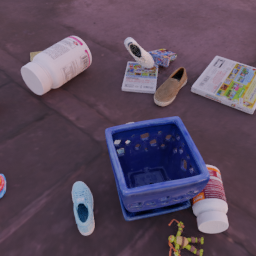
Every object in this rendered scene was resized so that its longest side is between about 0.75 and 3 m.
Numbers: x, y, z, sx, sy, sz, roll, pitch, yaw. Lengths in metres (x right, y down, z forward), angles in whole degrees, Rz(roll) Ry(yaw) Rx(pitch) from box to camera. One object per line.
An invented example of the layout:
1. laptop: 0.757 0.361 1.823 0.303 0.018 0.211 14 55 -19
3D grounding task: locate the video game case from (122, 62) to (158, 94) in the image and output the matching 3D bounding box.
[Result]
1. video game case: 0.578 -2.297 12.550 1.445 0.182 2.018 6 47 5

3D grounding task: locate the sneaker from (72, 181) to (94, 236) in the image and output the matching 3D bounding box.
1. sneaker: -1.283 2.151 8.054 0.623 0.690 1.684 -13 48 -13

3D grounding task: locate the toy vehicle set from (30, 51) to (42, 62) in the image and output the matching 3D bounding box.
1. toy vehicle set: -4.143 -3.499 13.685 1.190 0.158 0.740 -10 48 -9

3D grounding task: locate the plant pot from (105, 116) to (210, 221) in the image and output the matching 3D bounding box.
1. plant pot: 0.669 1.256 7.958 2.276 2.047 2.277 -9 48 -10

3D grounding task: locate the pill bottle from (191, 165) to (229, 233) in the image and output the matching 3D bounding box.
1. pill bottle: 2.293 2.003 8.014 0.952 0.952 1.738 2 46 2

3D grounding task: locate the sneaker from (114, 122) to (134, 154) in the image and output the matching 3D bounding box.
1. sneaker: -0.069 0.401 9.805 0.555 0.615 1.501 0 37 25

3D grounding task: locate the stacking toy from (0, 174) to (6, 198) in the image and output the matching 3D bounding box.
1. stacking toy: -4.200 1.423 8.160 0.829 1.510 0.876 -10 50 -9

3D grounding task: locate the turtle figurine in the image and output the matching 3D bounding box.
1. turtle figurine: 1.467 3.077 7.401 0.975 0.390 1.210 15 40 4

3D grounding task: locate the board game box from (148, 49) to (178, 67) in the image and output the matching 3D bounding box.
1. board game box: 1.656 -3.303 13.219 1.293 0.399 1.292 -21 41 -33

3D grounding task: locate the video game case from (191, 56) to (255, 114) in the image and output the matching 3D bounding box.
1. video game case: 4.537 -1.985 12.171 2.631 0.331 2.891 25 51 22

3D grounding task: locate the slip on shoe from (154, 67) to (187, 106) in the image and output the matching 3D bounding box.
1. slip on shoe: 1.821 -1.766 11.712 0.849 0.676 2.232 30 54 25

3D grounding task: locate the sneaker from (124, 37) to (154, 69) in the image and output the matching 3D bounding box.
1. sneaker: 0.506 -3.141 12.210 0.658 1.801 0.637 -40 35 22

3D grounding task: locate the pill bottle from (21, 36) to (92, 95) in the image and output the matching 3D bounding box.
1. pill bottle: -3.016 -2.668 11.948 1.565 1.565 2.760 29 53 24
